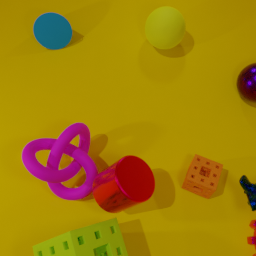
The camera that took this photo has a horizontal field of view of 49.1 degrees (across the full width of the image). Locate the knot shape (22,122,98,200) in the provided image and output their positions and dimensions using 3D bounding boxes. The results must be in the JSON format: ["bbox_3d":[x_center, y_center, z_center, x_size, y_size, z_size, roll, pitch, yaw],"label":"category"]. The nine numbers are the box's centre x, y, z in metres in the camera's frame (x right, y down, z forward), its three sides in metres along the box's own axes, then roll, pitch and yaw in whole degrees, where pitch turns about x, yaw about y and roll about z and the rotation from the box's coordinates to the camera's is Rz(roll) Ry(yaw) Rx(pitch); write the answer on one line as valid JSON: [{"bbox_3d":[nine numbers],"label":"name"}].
[{"bbox_3d":[-1.482,0.933,6.916,1.935,0.894,1.811,-28,99,-36],"label":"knot shape"}]

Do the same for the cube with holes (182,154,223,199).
[{"bbox_3d":[1.860,1.227,7.055,0.715,0.715,0.715,21,62,11],"label":"cube with holes"}]

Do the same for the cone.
[{"bbox_3d":[-2.407,-3.336,9.062,1.167,1.167,1.171,-10,42,-4],"label":"cone"}]

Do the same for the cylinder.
[{"bbox_3d":[-0.107,1.284,6.329,1.054,1.054,1.054,20,53,-28],"label":"cylinder"}]

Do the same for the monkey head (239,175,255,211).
[{"bbox_3d":[2.903,1.361,6.055,0.877,0.735,1.219,56,40,-3],"label":"monkey head"}]

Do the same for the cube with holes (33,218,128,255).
[{"bbox_3d":[-0.911,2.780,5.742,1.303,1.303,1.303,-32,68,33],"label":"cube with holes"}]

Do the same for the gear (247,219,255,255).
[{"bbox_3d":[3.767,2.757,6.723,1.658,0.307,1.658,0,68,0],"label":"gear"}]

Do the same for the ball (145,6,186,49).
[{"bbox_3d":[1.129,-3.028,8.513,1.229,1.229,1.229,0,68,0],"label":"ball"}]

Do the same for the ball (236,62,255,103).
[{"bbox_3d":[3.667,-1.282,7.912,1.133,1.133,1.133,0,68,0],"label":"ball"}]
